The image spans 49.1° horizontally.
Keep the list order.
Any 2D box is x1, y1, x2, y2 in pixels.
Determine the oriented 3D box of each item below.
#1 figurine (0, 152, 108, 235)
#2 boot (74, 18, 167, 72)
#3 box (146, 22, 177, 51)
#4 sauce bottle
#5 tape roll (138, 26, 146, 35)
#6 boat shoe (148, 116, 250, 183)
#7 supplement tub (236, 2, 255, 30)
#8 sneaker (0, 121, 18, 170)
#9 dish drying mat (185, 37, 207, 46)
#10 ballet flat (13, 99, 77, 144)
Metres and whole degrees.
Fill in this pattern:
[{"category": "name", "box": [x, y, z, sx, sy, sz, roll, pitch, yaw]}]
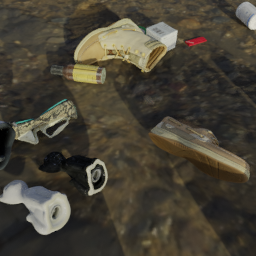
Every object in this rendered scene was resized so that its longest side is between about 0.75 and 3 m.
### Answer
[{"category": "figurine", "box": [-1.750, 1.251, 6.288, 1.867, 0.824, 1.913, 10, 36, 38]}, {"category": "boot", "box": [-0.242, -2.621, 9.798, 2.792, 1.016, 2.170, -35, 62, -24]}, {"category": "box", "box": [1.251, -3.401, 10.602, 0.866, 0.742, 0.862, -30, 55, -26]}, {"category": "sauce bottle", "box": [-1.661, -1.854, 9.336, 1.806, 0.584, 0.584, 10, 49, 10]}, {"category": "tape roll", "box": [0.306, -3.723, 11.219, 1.037, 0.249, 1.037, 0, 49, 0]}, {"category": "boat shoe", "box": [1.658, 0.372, 6.509, 2.593, 0.924, 0.837, 28, 67, 38]}, {"category": "supplement tub", "box": [5.139, -4.721, 11.784, 0.729, 0.729, 1.105, -11, 50, -10]}, {"category": "sneaker", "box": [-3.456, 0.818, 6.047, 1.923, 1.069, 2.750, 0, 53, 37]}, {"category": "dish drying mat", "box": [2.689, -3.440, 11.085, 0.837, 0.076, 0.322, -20, 51, -17]}, {"category": "ballet flat", "box": [-2.379, -0.046, 7.694, 2.124, 0.720, 0.800, -26, 86, -13]}]
